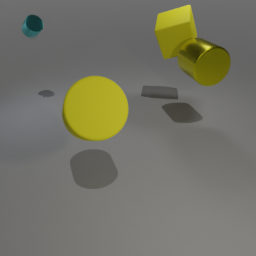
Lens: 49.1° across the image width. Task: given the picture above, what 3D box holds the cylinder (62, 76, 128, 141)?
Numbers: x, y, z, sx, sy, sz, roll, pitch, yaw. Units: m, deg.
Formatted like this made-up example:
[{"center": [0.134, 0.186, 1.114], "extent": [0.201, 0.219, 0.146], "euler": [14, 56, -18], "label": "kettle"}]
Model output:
[{"center": [-0.828, -0.393, 6.601], "extent": [1.400, 1.400, 1.400], "euler": [-8, 0, -14], "label": "cylinder"}]

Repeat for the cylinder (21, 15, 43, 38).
[{"center": [-3.788, -4.014, 11.088], "extent": [0.700, 0.700, 0.700], "euler": [-20, 8, -32], "label": "cylinder"}]

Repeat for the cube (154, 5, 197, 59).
[{"center": [2.011, -3.928, 11.548], "extent": [1.400, 1.400, 1.400], "euler": [-8, 46, 22], "label": "cube"}]

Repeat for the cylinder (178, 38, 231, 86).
[{"center": [2.693, -2.387, 10.059], "extent": [1.400, 1.400, 1.400], "euler": [-8, 31, -13], "label": "cylinder"}]
